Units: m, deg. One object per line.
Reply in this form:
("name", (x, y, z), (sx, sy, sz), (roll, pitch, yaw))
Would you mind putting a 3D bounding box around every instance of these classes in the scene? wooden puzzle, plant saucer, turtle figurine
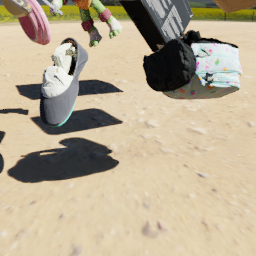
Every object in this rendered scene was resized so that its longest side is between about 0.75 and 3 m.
("wooden puzzle", (2.849, -3.460, 6.684), (2.061, 0.384, 1.906), (8, -3, 43))
("plant saucer", (-2.117, -2.326, 6.172), (0.275, 1.086, 1.086), (-36, 41, -27))
("turtle figurine", (-1.174, -3.156, 7.363), (1.607, 2.166, 2.233), (-37, 35, -1))

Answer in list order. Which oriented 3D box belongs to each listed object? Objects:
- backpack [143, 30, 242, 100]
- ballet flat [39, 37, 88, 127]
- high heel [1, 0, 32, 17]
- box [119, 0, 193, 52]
("backpack", (1.313, -1.096, 5.317), (1.717, 1.087, 1.433), (-4, 1, -28))
("ballet flat", (-1.452, -1.145, 6.034), (0.882, 0.882, 2.415), (4, 50, 7))
("high heel", (-1.196, -1.598, 3.204), (0.885, 0.316, 0.631), (35, 66, 27))
("box", (1.142, -4.345, 10.178), (1.109, 2.813, 1.985), (23, 78, 37))
